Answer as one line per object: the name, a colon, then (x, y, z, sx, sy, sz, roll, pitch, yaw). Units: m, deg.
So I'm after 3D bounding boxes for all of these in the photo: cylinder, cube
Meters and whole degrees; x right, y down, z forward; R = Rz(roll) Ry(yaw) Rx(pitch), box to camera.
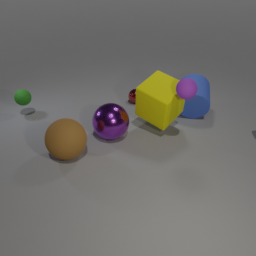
cylinder: (2.825, -1.377, 12.123, 1.400, 1.400, 1.400, 6, 48, 9)
cube: (1.241, -1.064, 10.670, 1.400, 1.400, 1.400, 31, 55, 25)

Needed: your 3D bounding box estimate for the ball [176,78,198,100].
ball: (1.920, -1.283, 9.177, 0.700, 0.700, 0.700, 0, 30, 0)

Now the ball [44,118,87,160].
ball: (-2.093, 0.370, 9.458, 1.400, 1.400, 1.400, 0, 30, 0)

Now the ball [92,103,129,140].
ball: (-0.647, -0.246, 10.565, 1.400, 1.400, 1.400, 0, 30, 0)

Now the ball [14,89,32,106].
ball: (-4.503, -1.308, 11.998, 0.700, 0.700, 0.700, 0, 30, 0)

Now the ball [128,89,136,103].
ball: (0.366, -1.531, 13.443, 0.700, 0.700, 0.700, 0, 30, 0)
